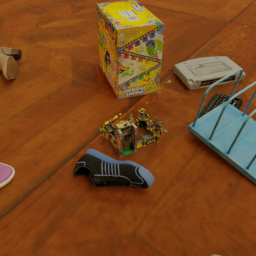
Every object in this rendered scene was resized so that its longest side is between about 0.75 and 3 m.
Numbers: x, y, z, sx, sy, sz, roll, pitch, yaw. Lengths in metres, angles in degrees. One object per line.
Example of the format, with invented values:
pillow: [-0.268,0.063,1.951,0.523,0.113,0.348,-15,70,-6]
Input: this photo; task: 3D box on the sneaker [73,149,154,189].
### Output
sneaker: [-0.378,1.122,6.529,1.928,0.676,0.751,15,47,25]

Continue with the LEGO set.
LEGO set: [0.124,-0.081,7.602,1.716,0.994,1.320,-12,42,-14]

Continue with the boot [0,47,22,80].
boot: [-4.960,-2.389,10.589,1.576,0.757,2.156,-8,41,1]

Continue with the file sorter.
file sorter: [3.147,-0.100,6.983,1.739,1.537,2.506,-29,56,-30]

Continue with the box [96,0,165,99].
box: [-0.027,-2.731,9.586,1.519,2.398,2.490,-12,43,-15]

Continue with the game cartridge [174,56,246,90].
game cartridge: [2.953,-2.111,10.416,2.279,0.461,1.519,-11,46,-13]

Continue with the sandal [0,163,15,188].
sandal: [-3.911,1.010,6.662,2.319,0.570,0.944,4,41,5]

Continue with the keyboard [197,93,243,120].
keyboard: [2.889,-0.376,8.508,1.323,0.283,2.204,23,47,25]
